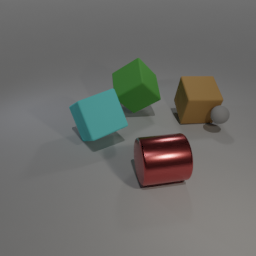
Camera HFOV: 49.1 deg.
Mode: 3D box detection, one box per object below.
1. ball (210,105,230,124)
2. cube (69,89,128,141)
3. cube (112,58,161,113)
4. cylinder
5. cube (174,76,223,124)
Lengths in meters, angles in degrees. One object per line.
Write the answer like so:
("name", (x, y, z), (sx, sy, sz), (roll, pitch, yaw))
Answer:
("ball", (3.478, -0.503, 10.602), (0.700, 0.700, 0.700), (0, 29, 0))
("cube", (-1.076, -0.431, 9.977), (1.400, 1.400, 1.400), (-24, 6, -22))
("cube", (0.336, -1.730, 11.631), (1.400, 1.400, 1.400), (-26, 52, 27))
("cylinder", (0.989, 0.910, 8.206), (1.400, 1.400, 1.400), (-6, 29, -10))
("cube", (2.829, -1.152, 11.486), (1.400, 1.400, 1.400), (-2, 51, -7))
